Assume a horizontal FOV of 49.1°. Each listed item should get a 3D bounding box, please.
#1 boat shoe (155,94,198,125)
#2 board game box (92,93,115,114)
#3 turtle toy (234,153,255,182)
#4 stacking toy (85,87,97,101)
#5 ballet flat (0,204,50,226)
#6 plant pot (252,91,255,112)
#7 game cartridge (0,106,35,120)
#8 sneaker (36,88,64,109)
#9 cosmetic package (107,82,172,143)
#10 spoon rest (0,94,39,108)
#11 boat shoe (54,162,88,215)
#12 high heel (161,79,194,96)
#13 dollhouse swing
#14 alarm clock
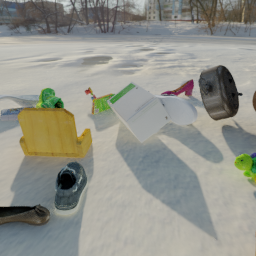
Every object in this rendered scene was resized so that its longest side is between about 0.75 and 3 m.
[{"bbox_3d":[1.876,-0.853,11.287,0.982,1.040,2.898,-14,18,-28],"label":"boat shoe"},{"bbox_3d":[-1.050,-1.080,12.200,0.207,0.659,1.380,25,31,31],"label":"board game box"},{"bbox_3d":[3.309,0.950,7.051,1.274,0.644,0.928,-1,21,-2],"label":"turtle toy"},{"bbox_3d":[-1.766,-1.514,13.313,0.327,0.774,0.701,-32,6,-9],"label":"stacking toy"},{"bbox_3d":[-2.342,1.685,5.560,1.576,0.365,0.531,1,21,2],"label":"ballet flat"},{"bbox_3d":[5.541,-0.825,9.306,2.774,2.774,2.968,-2,11,-6],"label":"plant pot"},{"bbox_3d":[-4.511,-0.605,11.578,1.408,0.292,0.937,-9,19,-21],"label":"game cartridge"},{"bbox_3d":[-3.195,-0.930,11.675,1.051,0.932,2.516,0,30,-10],"label":"sneaker"},{"bbox_3d":[0.312,-0.646,9.934,1.335,1.052,2.481,-39,27,-3],"label":"cosmetic package"},{"bbox_3d":[-4.812,-1.146,12.184,1.352,0.825,2.721,16,28,36],"label":"spoon rest"},{"bbox_3d":[-1.321,1.195,6.506,0.690,0.585,1.895,-1,21,-2],"label":"boat shoe"},{"bbox_3d":[2.548,-2.041,14.369,1.819,0.873,0.613,-4,22,-11],"label":"high heel"},{"bbox_3d":[-2.133,-0.046,8.320,1.811,1.592,1.645,1,22,6],"label":"dollhouse swing"},{"bbox_3d":[3.294,-1.335,10.246,0.984,1.993,2.955,-15,-12,39],"label":"alarm clock"}]
